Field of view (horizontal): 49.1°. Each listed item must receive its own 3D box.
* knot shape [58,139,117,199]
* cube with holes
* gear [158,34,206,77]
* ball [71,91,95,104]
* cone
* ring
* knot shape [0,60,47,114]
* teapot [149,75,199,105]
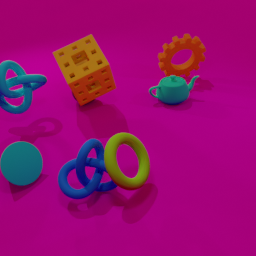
[{"bbox_3d":[-0.827,0.872,6.217,1.369,1.281,0.633,3,6,-23],"label":"knot shape"},{"bbox_3d":[-1.341,-1.808,8.913,1.329,1.329,1.329,-27,66,-5],"label":"cube with holes"},{"bbox_3d":[2.173,-2.855,11.325,1.886,1.886,0.349,-6,50,-9],"label":"gear"},{"bbox_3d":[-1.540,-1.327,9.991,0.939,0.939,0.939,0,34,0],"label":"ball"},{"bbox_3d":[-2.847,0.925,6.948,1.041,1.037,1.037,-15,19,43],"label":"cone"},{"bbox_3d":[0.005,0.726,6.163,0.258,1.291,1.291,-24,14,41],"label":"ring"},{"bbox_3d":[-3.356,-1.132,8.466,0.758,1.534,1.640,43,20,33],"label":"knot shape"},{"bbox_3d":[1.673,-1.451,10.107,1.931,0.945,1.201,-13,35,-11],"label":"teapot"}]
